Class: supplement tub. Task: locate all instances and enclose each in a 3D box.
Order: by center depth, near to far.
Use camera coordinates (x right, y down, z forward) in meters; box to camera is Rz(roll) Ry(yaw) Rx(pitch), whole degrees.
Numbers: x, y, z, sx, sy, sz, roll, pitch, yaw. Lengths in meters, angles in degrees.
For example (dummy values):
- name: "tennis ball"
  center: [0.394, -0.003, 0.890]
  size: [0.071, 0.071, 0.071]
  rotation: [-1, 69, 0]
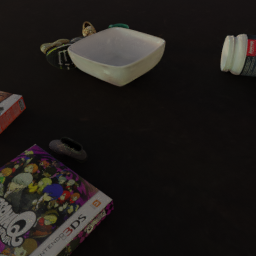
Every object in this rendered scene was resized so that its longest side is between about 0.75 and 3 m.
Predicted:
- name: "supplement tub"
  center: [4.739, -2.717, 10.567]
  size: [2.134, 1.497, 1.497]
  rotation: [7, 42, 8]

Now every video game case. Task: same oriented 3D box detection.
- name: "video game case"
  center: [-2.180, 1.798, 6.231]
  size: [2.789, 0.499, 2.528]
  rotation: [29, 49, 29]

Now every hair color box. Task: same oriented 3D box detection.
- name: "hair color box"
  center: [-4.118, -0.418, 8.701]
  size: [0.953, 0.549, 1.719]
  rotation: [12, 42, 14]

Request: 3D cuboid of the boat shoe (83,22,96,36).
- name: "boat shoe"
  center: [-1.845, -4.542, 13.307]
  size: [0.643, 0.603, 1.743]
  rotation: [-14, 43, -15]

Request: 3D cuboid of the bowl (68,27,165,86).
- name: "bowl"
  center: [-0.392, -2.673, 10.635]
  size: [2.965, 1.108, 2.970]
  rotation: [26, 47, 32]

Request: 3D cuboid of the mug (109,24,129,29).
- name: "mug"
  center: [-0.399, -4.476, 13.210]
  size: [0.849, 0.639, 1.033]
  rotation: [-10, 42, -10]

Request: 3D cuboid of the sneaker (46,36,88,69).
- name: "sneaker"
  center: [-2.216, -3.204, 11.653]
  size: [2.769, 1.023, 1.121]
  rotation: [-27, 41, -37]

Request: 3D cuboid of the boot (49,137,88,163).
- name: "boot"
  center: [-1.648, 0.451, 7.444]
  size: [1.224, 0.805, 0.427]
  rotation: [16, 63, 16]

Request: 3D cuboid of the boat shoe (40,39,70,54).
- name: "boat shoe"
  center: [-3.116, -3.517, 12.303]
  size: [1.366, 0.506, 0.454]
  rotation: [-24, 60, -23]
